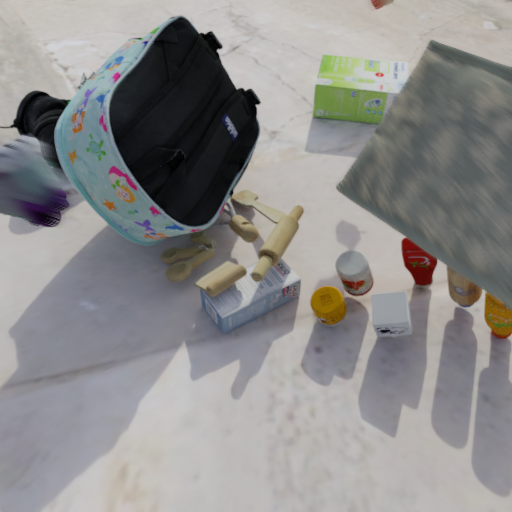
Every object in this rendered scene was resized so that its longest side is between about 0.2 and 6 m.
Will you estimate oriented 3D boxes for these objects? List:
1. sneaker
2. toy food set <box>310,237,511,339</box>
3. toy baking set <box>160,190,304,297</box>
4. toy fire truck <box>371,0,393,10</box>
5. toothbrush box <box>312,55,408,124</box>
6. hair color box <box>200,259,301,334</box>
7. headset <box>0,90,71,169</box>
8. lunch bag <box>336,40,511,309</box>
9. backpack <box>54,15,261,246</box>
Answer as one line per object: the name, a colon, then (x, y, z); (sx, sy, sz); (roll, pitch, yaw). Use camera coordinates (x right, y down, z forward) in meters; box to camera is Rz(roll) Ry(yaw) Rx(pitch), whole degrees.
sneaker: (-3.095, -0.686, 7.329); (0.879, 2.364, 1.034); (-40, 101, -27)
toy food set: (2.438, 0.643, 8.722); (2.987, 1.344, 1.426); (-8, 58, 17)
toy baking set: (-0.370, -0.429, 9.613); (2.329, 0.353, 3.035); (6, 40, 31)
toy fire truck: (2.393, -5.168, 10.633); (0.367, 1.062, 1.506); (-23, 33, 11)
toothbrush box: (2.424, -3.867, 13.014); (2.038, 0.877, 1.484); (10, 47, 7)
hair color box: (-0.082, 0.583, 9.020); (1.474, 0.447, 0.730); (-25, 51, -21)
headset: (-4.292, -2.434, 11.698); (3.342, 1.570, 2.064); (-16, 42, -36)
lunch bag: (2.539, -0.880, 6.164); (1.505, 2.100, 2.560); (18, 20, -42)
backpack: (-1.725, -1.954, 9.620); (2.591, 3.056, 3.442); (-15, 40, 32)
